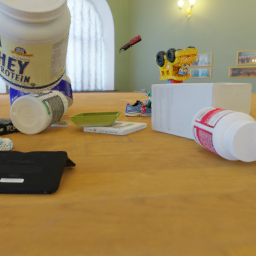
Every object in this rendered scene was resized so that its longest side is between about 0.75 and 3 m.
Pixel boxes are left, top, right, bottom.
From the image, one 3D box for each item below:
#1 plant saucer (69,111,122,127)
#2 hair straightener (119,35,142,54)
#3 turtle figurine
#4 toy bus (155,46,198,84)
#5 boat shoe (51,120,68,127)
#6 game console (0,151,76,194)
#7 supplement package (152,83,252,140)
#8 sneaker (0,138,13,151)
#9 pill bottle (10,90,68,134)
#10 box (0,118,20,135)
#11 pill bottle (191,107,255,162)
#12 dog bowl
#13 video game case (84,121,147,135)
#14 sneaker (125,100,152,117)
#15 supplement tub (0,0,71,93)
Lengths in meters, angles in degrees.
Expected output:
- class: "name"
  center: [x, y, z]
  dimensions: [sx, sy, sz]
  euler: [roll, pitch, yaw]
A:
- class: "plant saucer"
  center: [-1.080, -0.314, 9.875]
  dimensions: [1.599, 0.383, 1.602]
  euler: [-2, 7, 5]
- class: "hair straightener"
  center: [0.103, -3.930, 13.419]
  dimensions: [1.290, 0.264, 0.497]
  euler: [-36, -15, 6]
- class: "turtle figurine"
  center: [1.767, -1.160, 13.149]
  dimensions: [2.862, 1.441, 2.143]
  euler: [19, 28, 22]
- class: "toy bus"
  center: [2.147, -2.548, 12.230]
  dimensions: [1.290, 1.824, 1.900]
  euler: [-11, 9, -23]
- class: "boat shoe"
  center: [-2.643, -0.186, 10.761]
  dimensions: [0.770, 0.239, 0.277]
  euler: [3, 10, 15]
- class: "game console"
  center: [-1.742, 0.825, 4.863]
  dimensions: [1.428, 0.831, 1.256]
  euler: [0, 39, 2]
- class: "supplement package"
  center: [2.199, -0.612, 8.954]
  dimensions: [1.646, 1.640, 2.805]
  euler: [-5, 11, -30]
- class: "sneaker"
  center: [-3.075, 0.376, 6.652]
  dimensions: [0.457, 0.461, 1.272]
  euler: [-2, 8, -4]
- class: "pill bottle"
  center: [-2.987, -0.651, 9.842]
  dimensions: [1.268, 1.268, 2.241]
  euler: [1, 14, 9]
- class: "box"
  center: [-4.568, -0.070, 9.629]
  dimensions: [1.681, 0.366, 1.347]
  euler: [4, 10, 25]
- class: "pill bottle"
  center: [2.242, 0.119, 6.348]
  dimensions: [1.052, 1.052, 1.874]
  euler: [-1, 10, -9]
- class: "dog bowl"
  center: [-4.119, -1.607, 13.405]
  dimensions: [2.906, 1.144, 2.906]
  euler: [-9, -13, -2]
- class: "video game case"
  center: [-0.413, -0.026, 9.869]
  dimensions: [1.582, 0.206, 1.738]
  euler: [5, 11, 29]
- class: "sneaker"
  center: [0.727, -1.007, 14.103]
  dimensions: [1.788, 0.797, 0.702]
  euler: [-3, 10, -22]
- class: "supplement tub"
  center: [-2.707, -2.598, 7.806]
  dimensions: [2.095, 2.095, 2.890]
  euler: [-3, -30, -20]
